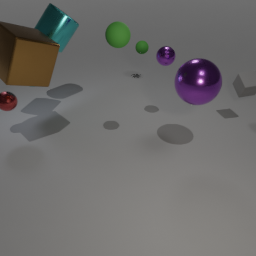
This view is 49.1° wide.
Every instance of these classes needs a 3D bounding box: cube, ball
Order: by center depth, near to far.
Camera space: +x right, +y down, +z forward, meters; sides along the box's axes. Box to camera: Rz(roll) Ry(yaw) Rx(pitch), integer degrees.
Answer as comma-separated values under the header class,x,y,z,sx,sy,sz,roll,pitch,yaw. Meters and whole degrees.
class,x,y,z,sx,sy,sz,roll,pitch,yaw
ball,-0.277,-2.568,7.730,0.700,0.700,0.700,0,30,0
cube,-3.138,-2.173,8.375,1.400,1.400,1.400,38,28,32
ball,2.106,-1.384,8.450,1.400,1.400,1.400,0,30,0
ball,-4.264,-0.939,9.860,0.700,0.700,0.700,0,30,0
ball,1.372,-2.608,10.162,0.700,0.700,0.700,0,30,0
cube,4.592,-1.692,10.813,0.700,0.700,0.700,-9,63,-6
ball,0.746,-4.289,14.897,0.700,0.700,0.700,0,30,0

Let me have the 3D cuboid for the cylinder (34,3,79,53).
class,x,y,z,sx,sy,sz,roll,pitch,yaw
cylinder,-2.957,-4.075,11.480,1.400,1.400,1.400,35,10,-7
